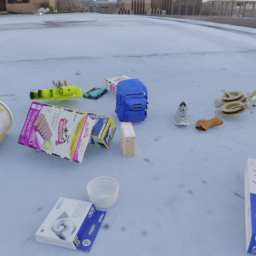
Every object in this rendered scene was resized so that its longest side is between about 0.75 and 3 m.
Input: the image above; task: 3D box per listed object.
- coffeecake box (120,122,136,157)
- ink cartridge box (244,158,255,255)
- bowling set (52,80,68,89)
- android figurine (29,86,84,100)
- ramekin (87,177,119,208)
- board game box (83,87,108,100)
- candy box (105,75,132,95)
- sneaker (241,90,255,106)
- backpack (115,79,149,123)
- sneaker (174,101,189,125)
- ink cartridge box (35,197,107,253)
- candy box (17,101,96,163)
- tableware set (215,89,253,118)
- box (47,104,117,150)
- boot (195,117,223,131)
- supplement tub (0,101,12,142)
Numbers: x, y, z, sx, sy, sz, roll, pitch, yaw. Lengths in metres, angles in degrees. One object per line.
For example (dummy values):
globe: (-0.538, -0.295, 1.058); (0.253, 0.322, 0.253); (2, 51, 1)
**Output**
coffeecake box: (-0.013, 0.382, 9.540); (0.372, 0.782, 1.019); (-2, 28, -8)
ink cartridge box: (3.661, 1.874, 6.898); (1.383, 0.650, 2.942); (8, 29, 17)
bowling set: (-3.677, -2.252, 14.977); (0.816, 0.438, 0.568); (0, 47, -2)
android figurine: (-3.120, -1.558, 12.698); (2.372, 0.487, 2.159); (-10, 6, -43)
ramekin: (-0.658, 1.721, 7.412); (0.847, 0.445, 0.847); (0, 28, 0)
board game box: (-1.650, -1.755, 14.191); (0.797, 0.166, 1.179); (11, 30, 20)
candy box: (-0.206, -2.142, 14.466); (1.301, 0.582, 1.908); (-17, 32, -27)
sneaker: (5.705, -1.202, 12.828); (1.354, 0.594, 0.512); (-33, 15, -11)
backpack: (0.234, -1.125, 11.449); (1.330, 1.637, 1.374); (-8, 29, -17)
sneaker: (2.202, -0.611, 11.539); (0.591, 0.649, 1.583); (3, 28, 5)
ink cartridge box: (-1.304, 2.236, 6.642); (1.290, 0.262, 1.287); (7, 29, 12)
candy box: (-2.318, 0.113, 9.008); (2.206, 1.504, 0.673); (13, -9, 22)
tableware set: (4.586, -1.188, 12.294); (1.570, 0.476, 2.375); (-10, 23, 23)
box: (-1.810, -0.059, 9.861); (2.636, 0.848, 0.924); (11, 63, 21)
boot: (3.157, -0.107, 10.933); (0.997, 0.367, 0.771); (1, 25, 28)
supplement tub: (-4.952, 0.005, 9.461); (1.514, 1.514, 2.093); (-1, 28, -2)
